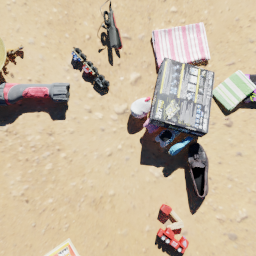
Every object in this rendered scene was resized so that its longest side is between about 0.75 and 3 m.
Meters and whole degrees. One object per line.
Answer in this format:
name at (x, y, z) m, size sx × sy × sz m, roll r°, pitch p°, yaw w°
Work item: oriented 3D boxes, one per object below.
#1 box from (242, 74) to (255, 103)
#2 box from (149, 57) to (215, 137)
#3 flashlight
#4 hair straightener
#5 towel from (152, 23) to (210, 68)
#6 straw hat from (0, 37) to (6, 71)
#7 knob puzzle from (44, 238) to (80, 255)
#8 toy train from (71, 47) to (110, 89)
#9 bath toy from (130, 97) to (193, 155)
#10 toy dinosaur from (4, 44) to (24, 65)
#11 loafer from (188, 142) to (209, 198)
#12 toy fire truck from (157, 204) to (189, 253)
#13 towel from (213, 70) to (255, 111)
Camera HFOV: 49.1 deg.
box at (5.536, -1.649, 11.566) m, size 1.609 × 0.290 × 1.150 m, roll -1°, pitch 84°, yaw 0°
box at (2.145, -1.207, 10.907) m, size 2.203 × 0.671 × 2.733 m, roll 15°, pitch 70°, yaw -8°
flashlight at (-3.813, -1.355, 11.221) m, size 2.838 × 0.964 × 0.961 m, roll 1°, pitch 105°, yaw 0°
hair straightener at (-0.718, -4.254, 11.439) m, size 0.420 × 0.790 × 2.053 m, roll -8°, pitch 89°, yaw 42°
towel at (2.229, -3.469, 11.730) m, size 2.275 × 0.340 × 1.665 m, roll -10°, pitch 85°, yaw -1°
straw hat at (-5.758, -2.688, 11.306) m, size 2.445 × 1.035 × 2.445 m, roll -1°, pitch 79°, yaw 8°
knob puzzle at (-2.490, 5.464, 10.660) m, size 1.966 × 0.273 × 1.966 m, roll -2°, pitch 73°, yaw 7°
toy train at (-1.605, -2.476, 11.632) m, size 0.510 × 0.380 × 2.226 m, roll -42°, pitch 86°, yaw 8°
bath toy at (1.286, -0.226, 11.067) m, size 2.675 × 1.163 × 0.989 m, roll 45°, pitch 124°, yaw 8°
toy dinosaur at (-5.169, -3.158, 11.711) m, size 1.698 × 0.513 × 0.902 m, roll -1°, pitch 61°, yaw -1°
loafer at (2.801, 1.648, 10.975) m, size 0.795 × 0.696 × 2.211 m, roll -8°, pitch 85°, yaw 14°
toy fire truck at (1.774, 3.910, 10.943) m, size 1.692 × 0.412 × 1.193 m, roll 35°, pitch 85°, yaw 3°
towel at (4.332, -1.546, 11.473) m, size 1.448 × 0.169 × 1.105 m, roll -41°, pitch 78°, yaw 8°
